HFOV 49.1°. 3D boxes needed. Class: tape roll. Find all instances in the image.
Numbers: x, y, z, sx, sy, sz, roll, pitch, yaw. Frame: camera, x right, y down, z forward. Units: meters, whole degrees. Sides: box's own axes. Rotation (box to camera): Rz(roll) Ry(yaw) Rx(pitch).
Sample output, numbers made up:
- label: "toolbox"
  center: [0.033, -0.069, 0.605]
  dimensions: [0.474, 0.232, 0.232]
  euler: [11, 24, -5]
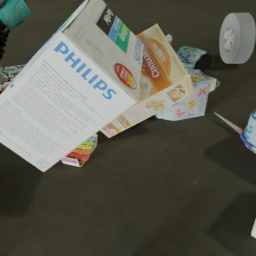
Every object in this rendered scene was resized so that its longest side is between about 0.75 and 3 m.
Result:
- label: "tape roll"
  center: [5.255, -4.339, 13.630]
  dimensions: [0.780, 2.361, 2.361]
  euler: [-2, 32, -3]

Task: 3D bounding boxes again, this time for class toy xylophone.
- label: "toy xylophone"
  center: [-1.426, 0.587, 7.715]
  dimensions: [1.007, 0.345, 1.375]
  euler: [5, 32, 9]

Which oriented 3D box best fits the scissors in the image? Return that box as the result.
- label: "scissors"
  center: [3.458, 0.197, 8.376]
  dimensions: [0.968, 0.184, 2.646]
  euler: [-25, 44, -33]

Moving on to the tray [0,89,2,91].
- label: "tray"
  center: [-4.322, -1.733, 11.407]
  dimensions: [1.877, 0.348, 0.926]
  euler: [11, 33, 18]

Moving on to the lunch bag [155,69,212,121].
- label: "lunch bag"
  center: [1.737, -1.109, 9.366]
  dimensions: [1.701, 1.443, 1.082]
  euler: [-13, 37, -17]

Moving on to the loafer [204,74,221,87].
- label: "loafer"
  center: [3.415, -1.998, 11.836]
  dimensions: [0.388, 0.419, 1.114]
  euler: [-13, 37, -42]

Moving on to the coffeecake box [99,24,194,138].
- label: "coffeecake box"
  center: [0.140, -1.385, 8.351]
  dimensions: [2.868, 1.048, 2.202]
  euler: [-28, 61, 8]

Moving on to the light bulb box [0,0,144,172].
- label: "light bulb box"
  center: [-1.165, -0.957, 5.632]
  dimensions: [2.559, 1.597, 2.537]
  euler: [-35, 27, 28]

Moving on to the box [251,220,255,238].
- label: "box"
  center: [3.553, 1.666, 5.292]
  dimensions: [1.663, 1.093, 1.672]
  euler: [28, 41, 36]

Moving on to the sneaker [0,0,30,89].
- label: "sneaker"
  center: [-3.266, -2.506, 7.062]
  dimensions: [1.785, 1.236, 2.956]
  euler: [-27, 80, -7]

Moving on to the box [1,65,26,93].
- label: "box"
  center: [-3.748, -2.081, 11.166]
  dimensions: [2.544, 0.507, 1.742]
  euler: [-13, 35, -20]

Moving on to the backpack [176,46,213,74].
- label: "backpack"
  center: [2.947, -3.204, 13.147]
  dimensions: [1.261, 1.188, 1.545]
  euler: [-43, 36, -19]

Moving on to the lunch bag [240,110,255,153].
- label: "lunch bag"
  center: [4.526, 0.196, 7.425]
  dimensions: [2.621, 1.081, 2.107]
  euler: [-18, 43, -33]

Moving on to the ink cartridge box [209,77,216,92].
- label: "ink cartridge box"
  center: [2.898, -1.850, 11.455]
  dimensions: [0.832, 0.482, 1.127]
  euler: [-27, 39, -36]

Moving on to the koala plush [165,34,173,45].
- label: "koala plush"
  center: [0.843, -2.376, 10.756]
  dimensions: [2.445, 2.359, 2.660]
  euler: [21, 32, 25]
